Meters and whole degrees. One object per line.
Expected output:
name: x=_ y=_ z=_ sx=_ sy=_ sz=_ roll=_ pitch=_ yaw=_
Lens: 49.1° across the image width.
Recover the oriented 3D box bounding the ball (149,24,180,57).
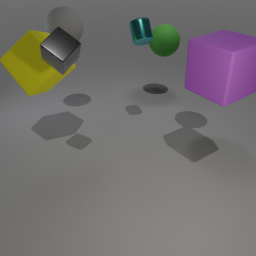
ball: x=1.632 y=-3.927 z=12.580 sx=1.400 sy=1.400 sz=1.400 roll=0 pitch=30 yaw=0

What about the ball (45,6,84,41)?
ball: x=-2.355 y=-3.757 z=10.403 sx=1.400 sy=1.400 sz=1.400 roll=0 pitch=30 yaw=0

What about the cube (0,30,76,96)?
cube: x=-2.790 y=-2.044 z=8.869 sx=1.400 sy=1.400 sz=1.400 roll=-37 pitch=6 yaw=16

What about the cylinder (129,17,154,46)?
cylinder: x=0.442 y=-3.211 z=9.358 sx=0.700 sy=0.700 sz=0.700 roll=-12 pitch=-1 yaw=0

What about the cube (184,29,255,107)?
cube: x=2.500 y=-1.610 z=7.293 sx=1.400 sy=1.400 sz=1.400 roll=-23 pitch=39 yaw=-28

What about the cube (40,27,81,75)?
cube: x=-1.670 y=-1.905 z=6.959 sx=0.700 sy=0.700 sz=0.700 roll=37 pitch=69 yaw=-1
